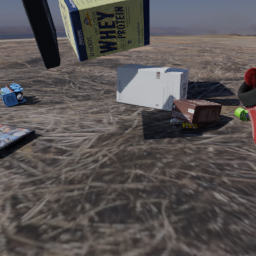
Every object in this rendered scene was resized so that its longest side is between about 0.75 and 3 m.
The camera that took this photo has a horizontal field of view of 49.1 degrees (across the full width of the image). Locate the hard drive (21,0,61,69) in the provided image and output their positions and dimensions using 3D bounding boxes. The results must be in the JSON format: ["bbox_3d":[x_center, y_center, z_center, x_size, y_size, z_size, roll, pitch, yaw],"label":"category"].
[{"bbox_3d":[-2.105,-2.739,6.803,0.405,1.719,2.464,-15,39,-6],"label":"hard drive"}]

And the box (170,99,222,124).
[{"bbox_3d":[2.237,-0.553,9.056,1.680,0.630,0.841,-2,18,-44],"label":"box"}]

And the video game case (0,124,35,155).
[{"bbox_3d":[-3.859,0.287,7.882,1.787,0.228,1.615,8,23,19],"label":"video game case"}]

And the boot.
[{"bbox_3d":[4.011,-0.841,7.487,2.926,2.111,1.060,-32,10,-37],"label":"boot"}]

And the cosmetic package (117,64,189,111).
[{"bbox_3d":[0.921,-1.633,10.959,2.664,1.503,1.081,10,23,26],"label":"cosmetic package"}]

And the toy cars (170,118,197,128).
[{"bbox_3d":[1.805,-0.194,9.093,0.424,0.209,0.945,-20,29,-41],"label":"toy cars"}]

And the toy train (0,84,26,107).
[{"bbox_3d":[-4.765,-1.372,11.441,0.882,0.669,1.544,-20,29,-27],"label":"toy train"}]

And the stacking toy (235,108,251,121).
[{"bbox_3d":[5.302,-0.385,8.943,2.964,0.696,2.235,-8,23,-18],"label":"stacking toy"}]

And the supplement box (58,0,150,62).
[{"bbox_3d":[-0.978,-4.297,10.697,2.800,1.882,2.803,-17,45,-12],"label":"supplement box"}]
